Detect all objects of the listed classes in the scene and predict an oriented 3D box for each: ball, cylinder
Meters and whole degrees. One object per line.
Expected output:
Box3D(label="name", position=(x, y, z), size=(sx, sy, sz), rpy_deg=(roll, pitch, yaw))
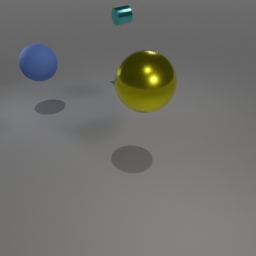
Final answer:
Box3D(label="ball", position=(0.399, -1.035, 6.329), size=(1.400, 1.400, 1.400), rpy_deg=(0, 31, 0))
Box3D(label="cylinder", position=(-0.256, -4.810, 11.966), size=(0.700, 0.700, 0.700), rpy_deg=(-20, 36, -20))
Box3D(label="ball", position=(-3.386, -2.472, 10.606), size=(1.400, 1.400, 1.400), rpy_deg=(0, 31, 0))
